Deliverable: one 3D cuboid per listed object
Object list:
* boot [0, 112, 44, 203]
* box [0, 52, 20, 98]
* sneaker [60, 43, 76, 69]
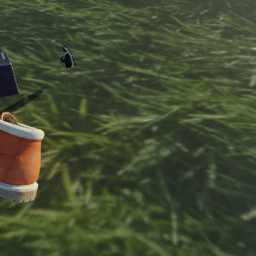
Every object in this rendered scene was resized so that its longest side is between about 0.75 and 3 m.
[{"bbox_3d":[-2.926,0.340,5.938,2.874,1.078,1.541,15,94,25],"label":"boot"},{"bbox_3d":[-3.653,-1.308,7.179,1.368,0.862,1.391,-17,31,-19],"label":"box"},{"bbox_3d":[-1.830,-2.078,8.290,0.388,0.937,0.336,-27,58,-7],"label":"sneaker"}]
